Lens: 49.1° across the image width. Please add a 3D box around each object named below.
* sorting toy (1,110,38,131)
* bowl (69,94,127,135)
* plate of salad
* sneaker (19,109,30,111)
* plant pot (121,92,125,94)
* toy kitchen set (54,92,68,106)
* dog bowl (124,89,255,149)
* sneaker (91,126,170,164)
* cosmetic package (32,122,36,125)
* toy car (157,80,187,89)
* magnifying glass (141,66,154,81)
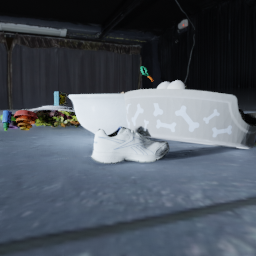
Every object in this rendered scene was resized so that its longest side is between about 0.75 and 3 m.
[{"bbox_3d":[-4.300,-0.181,10.771,1.799,0.738,1.081,-11,-18,37],"label":"sorting toy"},{"bbox_3d":[-0.236,-0.312,7.990,2.836,1.275,2.836,0,5,0],"label":"bowl"},{"bbox_3d":[-2.623,-0.330,11.331,2.838,0.682,2.838,4,-10,1],"label":"plate of salad"},{"bbox_3d":[-5.010,-0.651,15.507,2.125,0.706,0.962,4,2,-1],"label":"sneaker"},{"bbox_3d":[0.117,-1.022,15.694,1.460,1.674,1.674,16,1,-15],"label":"plant pot"},{"bbox_3d":[-3.393,-1.172,15.389,2.109,1.689,1.242,4,5,38],"label":"toy kitchen set"},{"bbox_3d":[1.312,-0.123,5.939,2.921,0.857,2.921,7,-1,0],"label":"dog bowl"},{"bbox_3d":[0.082,0.286,4.941,1.446,0.630,0.539,-1,4,-20],"label":"sneaker"},{"bbox_3d":[-4.851,-0.413,13.503,0.824,0.508,0.827,0,5,-5],"label":"cosmetic package"},{"bbox_3d":[2.398,-1.195,15.373,2.020,2.357,2.694,-38,19,-16],"label":"toy car"},{"bbox_3d":[0.962,-2.680,13.915,0.117,0.417,1.048,-13,-38,34],"label":"magnifying glass"}]
